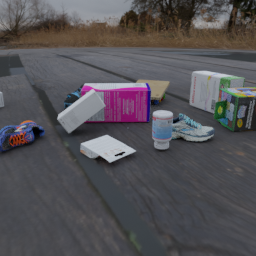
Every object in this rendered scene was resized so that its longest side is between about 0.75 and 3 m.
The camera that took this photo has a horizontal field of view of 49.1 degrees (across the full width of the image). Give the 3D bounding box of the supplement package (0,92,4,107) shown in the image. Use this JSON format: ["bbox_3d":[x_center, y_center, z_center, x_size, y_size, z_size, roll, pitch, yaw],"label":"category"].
[{"bbox_3d":[-7.017,-1.332,13.907,0.742,0.771,1.355,15,25,31],"label":"supplement package"}]

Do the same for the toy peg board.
[{"bbox_3d":[1.167,-1.804,15.361,1.862,0.911,1.854,7,37,22],"label":"toy peg board"}]

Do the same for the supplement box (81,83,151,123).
[{"bbox_3d":[-0.522,-1.156,12.417,2.921,1.510,1.478,1,20,-2],"label":"supplement box"}]

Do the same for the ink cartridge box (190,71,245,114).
[{"bbox_3d":[4.191,-1.703,13.473,1.020,1.758,2.428,-10,23,-28],"label":"ink cartridge box"}]

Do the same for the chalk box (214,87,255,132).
[{"bbox_3d":[4.594,-0.797,11.506,2.372,1.481,1.470,-2,21,-9],"label":"chalk box"}]

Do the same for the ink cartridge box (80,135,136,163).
[{"bbox_3d":[-0.651,0.755,9.152,1.188,0.367,1.465,-19,36,-42],"label":"ink cartridge box"}]

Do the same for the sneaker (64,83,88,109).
[{"bbox_3d":[-2.580,-1.650,14.393,1.153,1.031,2.816,-1,21,-3],"label":"sneaker"}]

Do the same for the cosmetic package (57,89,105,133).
[{"bbox_3d":[-1.806,-0.680,10.829,1.757,0.745,0.946,-36,18,0],"label":"cosmetic package"}]

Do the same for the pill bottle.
[{"bbox_3d":[1.140,0.067,9.338,0.658,1.210,0.658,0,20,0],"label":"pill bottle"}]

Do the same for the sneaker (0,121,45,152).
[{"bbox_3d":[-3.726,0.252,9.798,0.814,0.781,2.074,11,25,20],"label":"sneaker"}]

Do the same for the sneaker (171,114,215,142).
[{"bbox_3d":[2.160,-0.041,10.319,2.082,0.899,0.808,2,21,6],"label":"sneaker"}]
